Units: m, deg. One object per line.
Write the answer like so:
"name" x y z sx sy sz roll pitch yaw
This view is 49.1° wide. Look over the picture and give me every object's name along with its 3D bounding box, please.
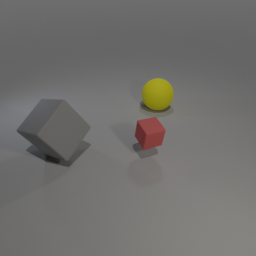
"ball" 1.318 -1.488 12.414 1.400 1.400 1.400 0 31 0
"cube" -2.382 0.028 9.065 1.400 1.400 1.400 8 58 44
"cube" 0.705 0.163 9.092 0.700 0.700 0.700 -12 45 -21
